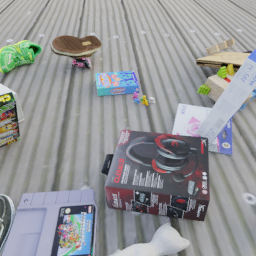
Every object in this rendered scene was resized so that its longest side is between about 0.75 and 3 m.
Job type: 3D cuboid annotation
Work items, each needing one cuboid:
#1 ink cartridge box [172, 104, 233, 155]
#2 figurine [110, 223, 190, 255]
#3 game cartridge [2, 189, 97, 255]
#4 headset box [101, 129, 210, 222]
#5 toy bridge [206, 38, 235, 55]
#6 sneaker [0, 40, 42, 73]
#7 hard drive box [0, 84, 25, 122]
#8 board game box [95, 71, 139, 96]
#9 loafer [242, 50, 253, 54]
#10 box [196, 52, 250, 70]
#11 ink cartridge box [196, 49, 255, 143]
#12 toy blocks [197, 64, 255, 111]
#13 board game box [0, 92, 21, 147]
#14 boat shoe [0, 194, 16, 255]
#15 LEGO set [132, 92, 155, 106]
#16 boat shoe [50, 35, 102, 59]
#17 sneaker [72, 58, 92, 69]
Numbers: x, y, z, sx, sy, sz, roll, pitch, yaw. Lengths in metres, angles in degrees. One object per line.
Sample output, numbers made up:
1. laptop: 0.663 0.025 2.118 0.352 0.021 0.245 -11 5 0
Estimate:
1. ink cartridge box: 2.470 -0.030 9.172 1.908 0.413 1.873 8 40 12
2. figurine: 0.721 2.911 5.371 2.081 0.918 2.133 -17 41 -32
3. game cartridge: -1.621 2.473 5.839 1.866 0.552 2.878 -7 35 2
4. headset box: 0.667 1.115 7.196 2.658 0.997 1.976 6 44 10
5. toy bridge: 4.298 -3.873 13.507 0.895 0.362 2.663 -11 14 41
6. sneaker: -4.887 -3.330 12.710 1.099 0.974 2.629 9 40 17
7. hard drive box: -5.372 -0.444 9.074 2.298 1.132 2.949 28 47 30
8. board game box: -0.460 -1.835 11.366 1.658 0.373 1.261 -6 40 -7
9. loafer: 5.946 -3.543 13.353 1.520 0.479 0.546 0 40 1
10. box: 4.582 -2.900 11.992 2.265 0.295 2.771 17 29 37
11. ink cartridge box: 2.964 -0.865 7.775 0.599 2.709 1.273 38 47 15
12. toy blocks: 3.913 -1.358 10.373 2.337 1.168 1.597 -23 57 -39
13. board game box: -3.679 0.017 7.446 1.488 2.840 0.333 -21 77 -24
14. boat shoe: -3.003 2.304 5.980 0.857 0.844 2.379 -5 40 -5
15. LEGO set: 0.551 -1.112 10.498 0.899 0.369 0.343 14 42 17
16. boat shoe: -2.330 -3.411 12.380 2.731 1.010 1.008 -21 75 -48
17. sneaker: -2.103 -2.900 12.655 0.580 0.481 1.217 -32 41 -24
